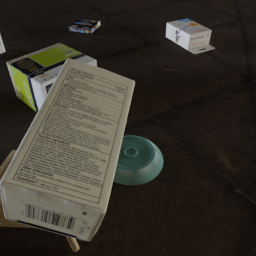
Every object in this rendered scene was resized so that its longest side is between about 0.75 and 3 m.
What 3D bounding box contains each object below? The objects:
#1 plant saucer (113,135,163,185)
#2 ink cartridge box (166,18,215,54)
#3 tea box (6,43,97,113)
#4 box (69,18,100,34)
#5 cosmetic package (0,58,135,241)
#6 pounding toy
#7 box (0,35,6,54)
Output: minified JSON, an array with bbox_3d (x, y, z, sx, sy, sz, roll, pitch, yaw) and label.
[{"bbox_3d":[0.074,0.687,6.986,1.636,0.294,1.636,0,41,0],"label":"plant saucer"},{"bbox_3d":[2.715,-4.005,12.099,1.186,0.699,2.060,-20,45,-22],"label":"ink cartridge box"},{"bbox_3d":[-2.287,-1.528,8.745,1.976,1.320,1.944,-33,51,-32],"label":"tea box"},{"bbox_3d":[-2.078,-4.927,13.495,1.160,0.288,1.151,13,41,15],"label":"box"},{"bbox_3d":[-0.886,0.241,4.947,1.484,1.252,2.870,18,47,-5],"label":"cosmetic package"},{"bbox_3d":[-1.727,1.409,5.675,1.718,1.221,1.581,-1,36,10],"label":"pounding toy"},{"bbox_3d":[-5.577,-3.400,11.253,0.585,0.890,0.895,29,48,29],"label":"box"}]
